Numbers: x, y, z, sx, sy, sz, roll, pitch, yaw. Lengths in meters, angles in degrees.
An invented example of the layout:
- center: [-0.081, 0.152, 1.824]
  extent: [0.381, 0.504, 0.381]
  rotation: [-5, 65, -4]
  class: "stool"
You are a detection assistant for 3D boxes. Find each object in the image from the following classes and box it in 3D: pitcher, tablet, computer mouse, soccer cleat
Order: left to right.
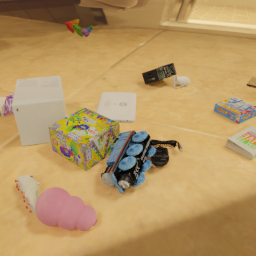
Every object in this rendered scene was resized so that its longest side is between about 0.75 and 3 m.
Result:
- center: [-2.882, 1.890, 8.391]
  extent: [0.638, 0.570, 1.645]
  rotation: [-18, 34, -30]
  class: "soccer cleat"
- center: [-0.520, -1.057, 13.278]
  extent: [1.801, 0.189, 2.768]
  rotation: [2, 33, 2]
  class: "tablet"
- center: [1.381, 0.944, 10.031]
  extent: [1.194, 0.391, 1.700]
  rotation: [0, 26, 0]
  class: "computer mouse"
- center: [2.891, -2.457, 15.183]
  extent: [0.860, 0.737, 0.521]
  rotation: [8, -4, -17]
  class: "pitcher"

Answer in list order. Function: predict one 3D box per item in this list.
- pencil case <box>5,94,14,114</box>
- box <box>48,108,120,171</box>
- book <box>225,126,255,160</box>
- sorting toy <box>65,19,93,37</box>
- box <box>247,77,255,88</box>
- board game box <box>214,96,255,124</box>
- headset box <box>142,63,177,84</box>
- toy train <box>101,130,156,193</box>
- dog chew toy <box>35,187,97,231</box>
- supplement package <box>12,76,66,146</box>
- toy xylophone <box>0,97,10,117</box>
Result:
- center: [-4.844, -1.498, 13.178]
  extent: [0.945, 0.963, 2.253]
  rotation: [-9, 26, 20]
  class: "pencil case"
- center: [-1.561, 0.329, 10.240]
  extent: [1.851, 1.129, 1.783]
  rotation: [25, 41, 32]
  class: "box"
- center: [4.701, 0.550, 10.668]
  extent: [1.683, 0.404, 1.124]
  rotation: [-23, 42, -34]
  class: "book"
- center: [-2.069, -4.436, 12.220]
  extent: [0.613, 0.617, 1.780]
  rotation: [-46, 47, -10]
  class: "sorting toy"
- center: [7.257, -2.481, 15.531]
  extent: [1.005, 0.131, 1.229]
  rotation: [21, 38, 29]
  class: "box"
- center: [4.932, -0.845, 12.737]
  extent: [1.389, 0.396, 1.419]
  rotation: [-21, 38, -30]
  class: "board game box"
- center: [1.662, -2.954, 15.307]
  extent: [1.460, 0.677, 1.271]
  rotation: [-25, 12, -32]
  class: "headset box"
- center: [-0.004, 1.022, 9.141]
  extent: [1.390, 1.055, 2.433]
  rotation: [-12, 31, 31]
  class: "toy train"
- center: [-1.613, 2.230, 7.502]
  extent: [1.652, 1.029, 1.029]
  rotation: [16, 36, 11]
  class: "dog chew toy"
- center: [-3.464, -0.772, 11.316]
  extent: [1.819, 1.806, 2.397]
  rotation: [-8, 34, -12]
  class: "supplement package"
- center: [-6.594, -0.922, 12.668]
  extent: [2.408, 0.605, 1.763]
  rotation: [11, 34, 16]
  class: "toy xylophone"
